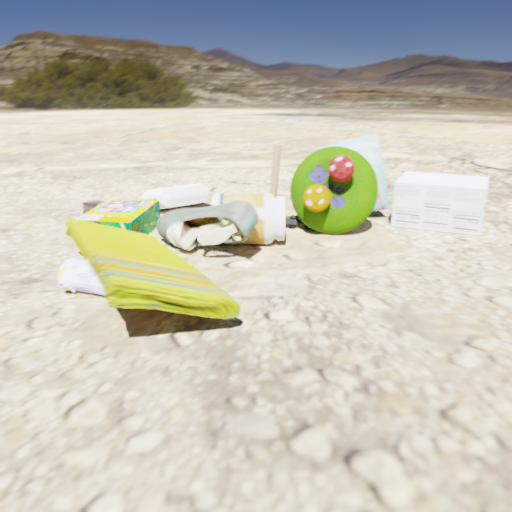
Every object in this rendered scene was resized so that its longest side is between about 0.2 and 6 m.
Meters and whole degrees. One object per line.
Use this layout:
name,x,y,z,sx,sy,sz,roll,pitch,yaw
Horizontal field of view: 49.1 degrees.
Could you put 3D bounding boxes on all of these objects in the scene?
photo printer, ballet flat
photo printer,-2.049,-1.448,13.777,1.409,0.489,1.173,-13,10,-35
ballet flat,-1.074,-0.482,10.358,2.416,0.814,0.770,-9,39,34

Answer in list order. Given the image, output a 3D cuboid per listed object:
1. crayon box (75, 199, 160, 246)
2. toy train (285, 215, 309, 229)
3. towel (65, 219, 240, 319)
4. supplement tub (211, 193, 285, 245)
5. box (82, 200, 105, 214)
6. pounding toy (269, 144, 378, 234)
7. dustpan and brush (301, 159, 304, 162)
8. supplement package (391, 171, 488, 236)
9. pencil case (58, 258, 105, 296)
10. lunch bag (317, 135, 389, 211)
crayon box,-2.824,-0.712,11.675,1.158,0.568,1.950,2,19,7
toy train,1.216,-0.737,12.193,1.732,0.295,0.397,4,11,9
towel,-1.831,0.107,8.694,1.796,0.377,4.173,13,8,-28
supplement tub,-0.149,-0.729,11.025,1.411,1.021,1.021,0,19,1
box,-3.597,-1.058,13.086,0.937,0.351,0.469,13,23,39
pounding toy,1.244,-1.451,11.405,2.396,1.849,1.112,9,-1,15
dustpan and brush,2.034,-1.954,15.214,2.318,0.951,3.321,12,14,12
supplement package,4.094,-1.212,12.435,1.864,1.034,1.452,9,21,22
pencil case,-2.384,0.358,8.571,1.272,0.529,0.577,7,20,19
lunch bag,2.203,-1.852,12.940,1.445,1.696,1.034,-12,21,1
